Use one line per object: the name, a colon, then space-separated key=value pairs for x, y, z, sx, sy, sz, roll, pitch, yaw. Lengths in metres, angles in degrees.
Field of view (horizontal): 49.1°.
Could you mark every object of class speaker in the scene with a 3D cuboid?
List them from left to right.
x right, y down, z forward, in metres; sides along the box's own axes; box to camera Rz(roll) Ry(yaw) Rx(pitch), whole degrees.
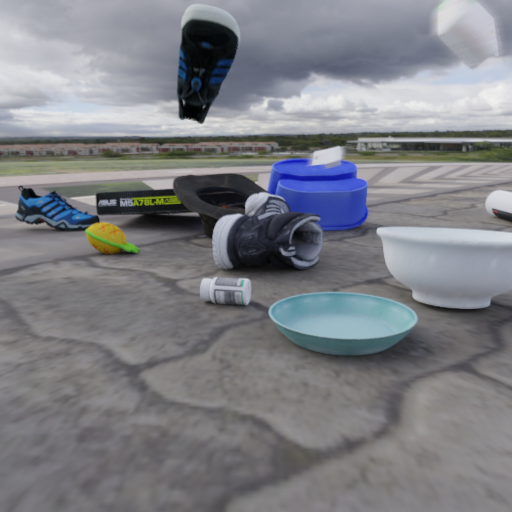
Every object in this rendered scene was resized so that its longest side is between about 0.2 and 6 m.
speaker: x=7.060 y=-1.313 z=15.251 sx=0.787 sy=0.787 sz=1.937 roll=-1 pitch=13 yaw=-5

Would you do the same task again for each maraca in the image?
maraca: x=-2.907 y=-0.306 z=11.331 sx=1.121 sy=0.600 sz=0.768 roll=23 pitch=10 yaw=-8

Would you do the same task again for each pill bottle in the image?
pill bottle: x=-0.437 y=0.501 z=8.021 sx=0.673 sy=0.380 sz=0.380 roll=3 pitch=13 yaw=12

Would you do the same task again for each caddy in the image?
caddy: x=1.535 y=-1.458 z=14.458 sx=2.832 sy=1.487 sz=2.002 roll=-2 pitch=35 yaw=-9

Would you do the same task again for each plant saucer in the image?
plant saucer: x=1.026 y=0.820 z=6.744 sx=1.753 sy=0.315 sz=1.753 roll=-1 pitch=12 yaw=0

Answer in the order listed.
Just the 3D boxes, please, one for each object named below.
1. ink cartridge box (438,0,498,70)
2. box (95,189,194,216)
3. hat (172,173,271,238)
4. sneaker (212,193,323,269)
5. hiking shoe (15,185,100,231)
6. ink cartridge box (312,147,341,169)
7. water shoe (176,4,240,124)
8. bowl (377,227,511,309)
ink cartridge box: x=3.490 y=-3.725 z=9.281 sx=0.899 sy=0.517 sz=1.535 roll=35 pitch=44 yaw=-17
box: x=-2.369 y=-1.457 z=15.080 sx=2.790 sy=0.686 sz=2.889 roll=-4 pitch=4 yaw=15
hat: x=-0.732 y=-1.016 z=13.166 sx=2.684 sy=1.083 sz=2.684 roll=8 pitch=29 yaw=-5
sneaker: x=0.503 y=-0.443 z=10.670 sx=1.751 sy=1.161 sz=3.077 roll=5 pitch=19 yaw=21
hiking shoe: x=-4.953 y=-1.160 z=13.998 sx=2.089 sy=0.906 sz=0.777 roll=8 pitch=12 yaw=-5
ink cartridge box: x=1.725 y=-2.376 z=13.676 sx=0.653 sy=0.166 sz=0.741 roll=-9 pitch=35 yaw=18
water shoe: x=-1.054 y=-3.806 z=11.636 sx=1.178 sy=1.300 sz=3.295 roll=9 pitch=-12 yaw=-6
bowl: x=2.805 y=0.156 z=7.957 sx=2.210 sy=0.993 sz=2.210 roll=1 pitch=7 yaw=0
